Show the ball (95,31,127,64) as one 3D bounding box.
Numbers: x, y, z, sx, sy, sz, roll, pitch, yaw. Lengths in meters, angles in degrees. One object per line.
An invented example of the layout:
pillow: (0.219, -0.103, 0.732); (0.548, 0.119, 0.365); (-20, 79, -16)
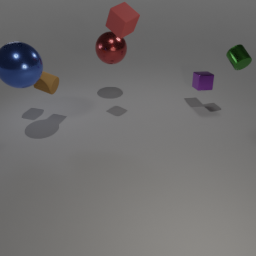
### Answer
ball: (-0.739, -3.509, 12.308); (1.400, 1.400, 1.400); (0, 31, 0)

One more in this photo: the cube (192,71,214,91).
cube: (3.344, -2.109, 12.519); (0.700, 0.700, 0.700); (-4, 25, -10)

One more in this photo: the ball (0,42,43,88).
ball: (-3.339, -1.923, 8.607); (1.400, 1.400, 1.400); (0, 31, 0)

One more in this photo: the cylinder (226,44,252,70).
cylinder: (4.237, -2.695, 10.704); (0.700, 0.700, 0.700); (-11, 63, -18)

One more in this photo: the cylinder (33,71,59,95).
cylinder: (-3.020, -1.684, 10.384); (0.700, 0.700, 0.700); (21, 34, 3)

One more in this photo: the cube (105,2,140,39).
cube: (-0.177, -3.419, 8.904); (0.700, 0.700, 0.700); (44, 57, 9)
